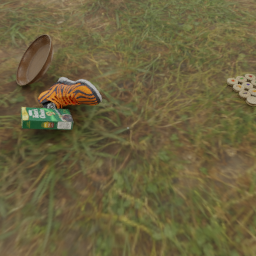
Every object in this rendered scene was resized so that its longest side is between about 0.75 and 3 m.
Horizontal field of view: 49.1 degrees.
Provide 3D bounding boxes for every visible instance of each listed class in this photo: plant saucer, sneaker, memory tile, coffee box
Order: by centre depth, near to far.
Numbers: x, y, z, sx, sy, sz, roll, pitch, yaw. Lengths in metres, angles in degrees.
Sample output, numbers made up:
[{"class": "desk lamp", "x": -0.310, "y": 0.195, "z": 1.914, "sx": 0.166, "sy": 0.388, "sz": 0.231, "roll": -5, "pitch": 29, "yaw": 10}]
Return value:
[{"class": "coffee box", "x": -2.348, "y": -0.279, "z": 8.104, "sx": 1.399, "sy": 0.308, "sz": 0.860, "roll": 2, "pitch": 28, "yaw": -22}, {"class": "sneaker", "x": -1.868, "y": -0.822, "z": 8.630, "sx": 2.355, "sy": 0.914, "sz": 1.319, "roll": 15, "pitch": 52, "yaw": 47}, {"class": "memory tile", "x": 4.291, "y": -1.369, "z": 9.774, "sx": 1.180, "sy": 0.129, "sz": 1.540, "roll": -14, "pitch": 48, "yaw": -14}, {"class": "plant saucer", "x": -3.258, "y": -2.357, "z": 9.979, "sx": 2.028, "sy": 0.371, "sz": 2.028, "roll": -20, "pitch": 57, "yaw": 34}]
